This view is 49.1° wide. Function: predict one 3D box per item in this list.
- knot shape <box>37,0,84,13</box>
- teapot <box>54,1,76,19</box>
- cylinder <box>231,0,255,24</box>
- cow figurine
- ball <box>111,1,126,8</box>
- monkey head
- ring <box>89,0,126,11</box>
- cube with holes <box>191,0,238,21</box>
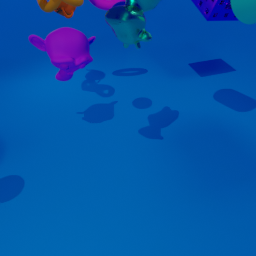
[{"bbox_3d":[-1.784,-3.440,6.861,1.507,1.610,0.744,31,73,-2],"label":"knot shape"},{"bbox_3d":[-1.992,-3.835,8.326,0.706,0.896,1.441,-15,73,-39],"label":"teapot"},{"bbox_3d":[3.062,-2.981,6.189,1.094,1.094,1.094,-14,10,-18],"label":"cylinder"},{"bbox_3d":[0.278,-2.237,4.855,1.548,1.523,0.849,-33,40,-32],"label":"cow figurine"},{"bbox_3d":[-0.105,-2.567,6.516,0.708,0.708,0.708,0,36,0],"label":"ball"},{"bbox_3d":[-1.511,-1.802,6.828,1.702,1.225,1.026,-11,73,-34],"label":"monkey head"},{"bbox_3d":[-0.571,-4.215,8.203,1.495,1.495,0.299,-3,41,-4],"label":"ring"},{"bbox_3d":[3.009,-4.343,8.888,1.275,1.275,1.275,-9,58,-21],"label":"cube with holes"}]
